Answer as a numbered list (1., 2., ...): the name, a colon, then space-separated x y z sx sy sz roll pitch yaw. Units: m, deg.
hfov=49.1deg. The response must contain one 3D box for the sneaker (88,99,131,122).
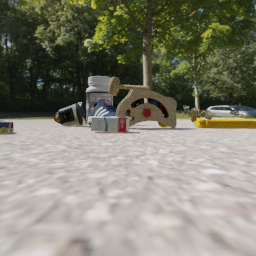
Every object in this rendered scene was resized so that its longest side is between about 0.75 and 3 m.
1. sneaker: -0.880 -0.761 12.753 1.036 1.167 2.763 17 -9 -41

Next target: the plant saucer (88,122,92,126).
1. plant saucer: -0.886 -0.126 11.222 1.452 0.199 1.452 1 1 0

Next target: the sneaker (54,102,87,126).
1. sneaker: -2.581 -0.491 12.513 1.093 1.019 2.756 -12 1 -27

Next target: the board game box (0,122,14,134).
1. board game box: -3.589 -0.012 7.215 1.081 0.307 0.894 -1 1 -14

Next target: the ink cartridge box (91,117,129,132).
1. ink cartridge box: -0.474 -0.097 7.739 0.967 0.401 0.710 2 1 6

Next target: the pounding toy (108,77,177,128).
1. pounding toy: 0.483 -0.629 9.971 2.790 1.595 1.601 19 2 -8

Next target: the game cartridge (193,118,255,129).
1. game cartridge: 3.817 -0.219 11.245 2.072 0.381 2.350 0 2 5

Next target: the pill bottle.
1. pill bottle: -1.564 -1.487 15.432 1.457 2.558 1.457 0 2 0

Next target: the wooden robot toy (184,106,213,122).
1. wooden robot toy: 2.611 -0.459 10.708 1.171 0.531 0.516 20 23 23

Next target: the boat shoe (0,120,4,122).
1. boat shoe: -4.356 -0.103 9.431 0.328 0.329 0.912 0 8 -35
